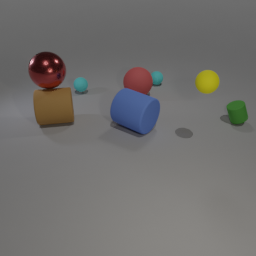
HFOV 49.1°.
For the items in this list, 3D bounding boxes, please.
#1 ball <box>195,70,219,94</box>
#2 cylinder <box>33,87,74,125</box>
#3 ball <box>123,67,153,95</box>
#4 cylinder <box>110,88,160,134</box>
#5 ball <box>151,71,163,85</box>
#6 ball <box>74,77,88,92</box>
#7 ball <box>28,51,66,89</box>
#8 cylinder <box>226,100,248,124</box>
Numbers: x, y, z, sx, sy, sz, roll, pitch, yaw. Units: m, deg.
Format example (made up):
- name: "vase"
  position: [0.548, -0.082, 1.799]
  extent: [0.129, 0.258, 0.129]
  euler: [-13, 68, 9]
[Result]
- name: "ball"
  position: [2.360, -1.373, 8.351]
  extent: [0.700, 0.700, 0.700]
  euler: [0, 30, 0]
- name: "cylinder"
  position: [-2.919, -0.870, 11.148]
  extent: [1.400, 1.400, 1.400]
  euler: [-6, 31, -9]
- name: "ball"
  position: [0.474, -2.181, 13.303]
  extent: [1.400, 1.400, 1.400]
  euler: [0, 30, 0]
- name: "cylinder"
  position: [0.281, -0.652, 10.641]
  extent: [1.400, 1.400, 1.400]
  euler: [24, 38, 28]
- name: "ball"
  position: [1.507, -2.642, 14.786]
  extent: [0.700, 0.700, 0.700]
  euler: [0, 30, 0]
- name: "ball"
  position: [-2.321, -2.136, 13.760]
  extent: [0.700, 0.700, 0.700]
  euler: [0, 30, 0]
- name: "ball"
  position: [-3.072, -2.199, 10.697]
  extent: [1.400, 1.400, 1.400]
  euler: [0, 30, 0]
- name: "cylinder"
  position: [4.345, -0.631, 11.128]
  extent: [0.700, 0.700, 0.700]
  euler: [-20, 28, 11]
